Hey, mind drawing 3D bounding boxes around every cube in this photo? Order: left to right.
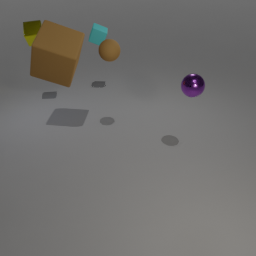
[{"bbox_3d":[-3.810,-3.856,11.424,0.700,0.700,0.700,-9,72,-4],"label":"cube"},{"bbox_3d":[-2.401,-2.498,9.522,1.400,1.400,1.400,16,53,-11],"label":"cube"},{"bbox_3d":[-1.403,-4.382,13.150,0.700,0.700,0.700,17,36,-15],"label":"cube"}]

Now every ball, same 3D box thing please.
[{"bbox_3d":[-0.590,-2.478,8.943,0.700,0.700,0.700,0,30,0],"label":"ball"},{"bbox_3d":[1.913,-1.250,8.259,0.700,0.700,0.700,0,30,0],"label":"ball"}]
